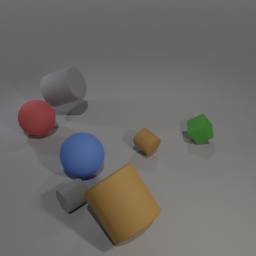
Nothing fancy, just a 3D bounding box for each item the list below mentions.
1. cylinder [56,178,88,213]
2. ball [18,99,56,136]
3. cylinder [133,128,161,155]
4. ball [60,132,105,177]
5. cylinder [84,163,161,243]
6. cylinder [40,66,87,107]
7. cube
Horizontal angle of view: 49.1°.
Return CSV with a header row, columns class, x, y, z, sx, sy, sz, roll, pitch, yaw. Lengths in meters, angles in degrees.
class,x,y,z,sx,sy,sz,roll,pitch,yaw
cylinder,-1.540,1.885,7.864,0.700,0.700,0.700,-28,42,-33
ball,-3.512,-0.401,10.816,1.400,1.400,1.400,0,33,0
cylinder,0.664,0.464,9.780,0.700,0.700,0.700,-28,56,-37
ball,-1.441,0.838,8.843,1.400,1.400,1.400,0,33,0
cylinder,-0.137,1.797,6.875,1.400,1.400,1.400,-29,83,-37
cylinder,-2.700,-1.727,11.811,1.400,1.400,1.400,-13,27,23
cube,2.680,0.037,10.385,0.700,0.700,0.700,-27,34,30
